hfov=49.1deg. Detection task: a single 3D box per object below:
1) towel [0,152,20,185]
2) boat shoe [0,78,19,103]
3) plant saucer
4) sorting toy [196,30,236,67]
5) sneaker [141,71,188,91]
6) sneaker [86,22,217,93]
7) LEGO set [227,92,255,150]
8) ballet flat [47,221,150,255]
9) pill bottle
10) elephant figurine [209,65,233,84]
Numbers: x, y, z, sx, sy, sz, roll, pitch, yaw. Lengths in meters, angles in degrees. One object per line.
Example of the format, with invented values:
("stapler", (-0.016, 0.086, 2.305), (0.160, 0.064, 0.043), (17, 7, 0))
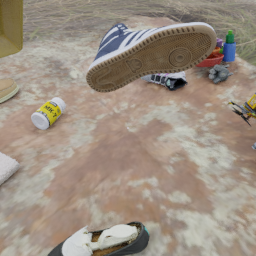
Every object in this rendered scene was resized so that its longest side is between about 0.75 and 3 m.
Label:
("towel", (-3.940, 0.902, 6.605), (2.386, 0.411, 1.581), (20, 44, 22))
("boat shoe", (-4.828, -1.144, 8.750), (2.667, 0.885, 0.987), (-23, 44, -26))
("plant saucer", (-1.948, -1.171, 3.339), (1.316, 1.315, 0.319), (-27, 87, -25))
("sorting toy", (3.239, -3.110, 10.600), (1.600, 1.093, 2.662), (7, 28, 24))
("sneaker", (1.268, -1.653, 9.595), (1.598, 0.621, 1.118), (-4, 38, -3))
("sneaker", (0.344, -1.461, 4.917), (2.253, 0.790, 1.222), (-15, 41, 22))
("LEGO set", (3.943, 0.170, 7.048), (2.153, 1.622, 2.800), (14, 34, -31))
("ballet flat", (-0.555, 2.034, 5.005), (1.930, 0.660, 0.656), (-12, 42, -14))
("pill bottle", (-2.283, -0.446, 8.146), (0.563, 0.563, 0.986), (15, 42, 17))
("elephant figurine", (3.340, -2.029, 10.108), (0.776, 0.708, 1.000), (45, 34, 7))
